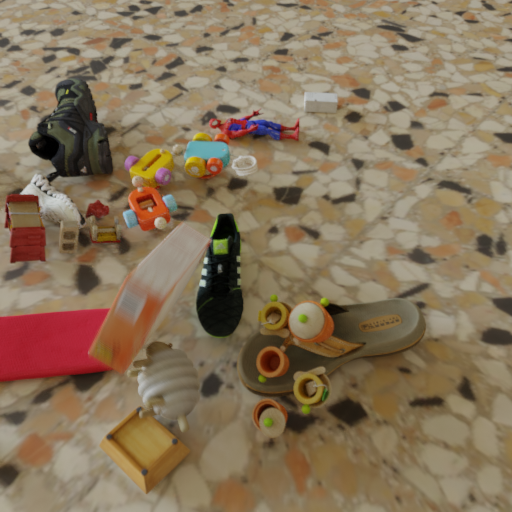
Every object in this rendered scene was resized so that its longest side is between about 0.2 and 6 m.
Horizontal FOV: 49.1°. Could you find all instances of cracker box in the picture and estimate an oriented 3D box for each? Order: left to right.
[{"bbox_3d":[-1.694,0.605,9.328,0.696,1.616,2.413,32,26,-1],"label":"cracker box"}]

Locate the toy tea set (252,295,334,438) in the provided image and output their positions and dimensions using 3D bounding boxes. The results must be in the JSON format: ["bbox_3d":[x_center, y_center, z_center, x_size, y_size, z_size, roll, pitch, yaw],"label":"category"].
[{"bbox_3d":[0.498,1.694,8.887,1.373,0.854,2.308,-4,72,26],"label":"toy tea set"}]

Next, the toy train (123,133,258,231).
[{"bbox_3d":[-1.658,-1.598,12.765,3.226,0.897,2.423,-27,53,-19],"label":"toy train"}]

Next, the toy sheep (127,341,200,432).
[{"bbox_3d":[-1.405,2.076,8.950,1.078,1.078,1.563,-15,64,-14],"label":"toy sheep"}]

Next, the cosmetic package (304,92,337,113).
[{"bbox_3d":[1.799,-4.260,15.565,0.907,0.368,0.512,1,45,2],"label":"cosmetic package"}]

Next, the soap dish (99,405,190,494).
[{"bbox_3d":[-1.745,2.942,8.680,1.151,0.468,0.906,32,53,27],"label":"soap dish"}]

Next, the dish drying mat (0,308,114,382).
[{"bbox_3d":[-4.175,1.639,10.048,3.486,0.317,1.339,-5,48,-6],"label":"dish drying mat"}]

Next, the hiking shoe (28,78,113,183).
[{"bbox_3d":[-4.813,-3.243,13.917,1.804,1.357,3.584,-16,49,-19],"label":"hiking shoe"}]

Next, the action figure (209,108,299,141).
[{"bbox_3d":[-0.055,-3.400,14.655,2.364,0.611,0.773,2,49,5],"label":"action figure"}]

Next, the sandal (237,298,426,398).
[{"bbox_3d":[1.308,1.354,9.795,3.502,0.946,1.407,-16,48,-6],"label":"sandal"}]

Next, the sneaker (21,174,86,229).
[{"bbox_3d":[-4.513,-1.043,12.380,1.991,0.748,0.807,32,66,31],"label":"sneaker"}]

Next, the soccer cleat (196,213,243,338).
[{"bbox_3d":[-0.695,0.311,10.729,0.911,1.094,2.698,-1,46,1],"label":"soccer cleat"}]

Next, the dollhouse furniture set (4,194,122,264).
[{"bbox_3d":[-4.118,-0.597,11.931,2.234,0.908,1.202,-2,44,-26],"label":"dollhouse furniture set"}]
